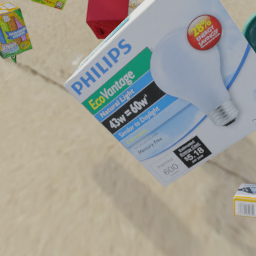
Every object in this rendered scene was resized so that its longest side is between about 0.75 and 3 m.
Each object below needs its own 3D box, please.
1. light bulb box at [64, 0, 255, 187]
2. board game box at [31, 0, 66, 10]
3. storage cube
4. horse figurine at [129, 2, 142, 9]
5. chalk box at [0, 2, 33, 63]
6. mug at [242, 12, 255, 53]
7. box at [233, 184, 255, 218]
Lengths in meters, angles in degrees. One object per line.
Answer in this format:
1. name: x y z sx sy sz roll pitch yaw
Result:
1. light bulb box: 0.779 -0.833 4.901 2.538 2.560 1.598 -38 19 20
2. board game box: -1.973 -3.821 7.064 0.779 0.365 1.533 6 71 -29
3. storage cube: -0.401 -3.220 7.830 1.155 1.098 1.285 3 82 13
4. horse figurine: 0.419 -3.166 6.105 1.734 0.653 2.616 -34 100 -29
5. chalk box: -2.994 -2.307 7.015 0.825 1.330 0.830 -30 47 -25
6. mug: 3.246 -2.099 6.130 1.458 1.198 0.901 -20 13 25
7. box: 2.021 1.033 4.059 0.805 1.351 0.280 -1 86 27
